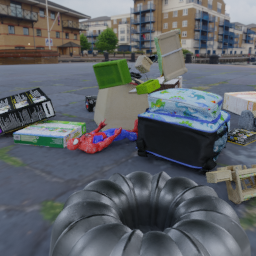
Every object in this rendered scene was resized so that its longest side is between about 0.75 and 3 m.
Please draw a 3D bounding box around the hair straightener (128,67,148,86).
[{"bbox_3d":[0.045,-1.863,9.930,1.580,0.608,0.323,20,13,16],"label":"hair straightener"}]

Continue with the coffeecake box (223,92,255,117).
[{"bbox_3d":[5.773,-1.082,12.893,1.734,0.825,2.259,-4,17,-12],"label":"coffeecake box"}]

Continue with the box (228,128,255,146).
[{"bbox_3d":[3.761,0.281,9.342,1.020,0.252,0.815,-14,23,-40],"label":"box"}]

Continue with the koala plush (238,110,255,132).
[{"bbox_3d":[5.309,-0.892,9.867,2.002,2.179,1.932,-7,17,-25],"label":"koala plush"}]

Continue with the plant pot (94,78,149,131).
[{"bbox_3d":[-0.224,-1.005,11.003,2.002,1.773,2.000,-6,18,-16],"label":"plant pot"}]

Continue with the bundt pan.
[{"bbox_3d":[0.280,1.471,3.888,2.899,1.088,2.899,1,17,0],"label":"bundt pan"}]

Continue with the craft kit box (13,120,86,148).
[{"bbox_3d":[-2.591,0.154,9.530,1.787,0.434,1.765,4,20,14],"label":"craft kit box"}]

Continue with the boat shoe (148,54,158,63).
[{"bbox_3d":[0.904,-3.065,12.942,1.182,0.443,0.365,-12,-3,38],"label":"boat shoe"}]

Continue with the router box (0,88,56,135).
[{"bbox_3d":[-4.123,-0.752,10.736,2.126,0.728,2.851,-20,23,-18],"label":"router box"}]

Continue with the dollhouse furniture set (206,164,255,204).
[{"bbox_3d":[2.112,1.213,5.965,1.251,0.695,1.106,-6,-7,-17],"label":"dollhouse furniture set"}]

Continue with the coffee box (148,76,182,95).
[{"bbox_3d":[1.692,-1.387,12.532,1.141,1.616,2.859,4,16,16],"label":"coffee box"}]

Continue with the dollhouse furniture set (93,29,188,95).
[{"bbox_3d":[0.473,-1.880,8.379,2.897,1.448,1.118,-30,22,-37],"label":"dollhouse furniture set"}]

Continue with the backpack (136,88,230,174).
[{"bbox_3d":[1.705,-0.143,7.940,2.332,1.873,2.548,13,17,28],"label":"backpack"}]

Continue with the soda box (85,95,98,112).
[{"bbox_3d":[-0.998,-1.256,13.758,2.097,0.664,0.742,-7,19,-21],"label":"soda box"}]

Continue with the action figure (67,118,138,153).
[{"bbox_3d":[-0.589,0.216,8.849,2.978,0.770,0.974,-18,27,-39],"label":"action figure"}]
